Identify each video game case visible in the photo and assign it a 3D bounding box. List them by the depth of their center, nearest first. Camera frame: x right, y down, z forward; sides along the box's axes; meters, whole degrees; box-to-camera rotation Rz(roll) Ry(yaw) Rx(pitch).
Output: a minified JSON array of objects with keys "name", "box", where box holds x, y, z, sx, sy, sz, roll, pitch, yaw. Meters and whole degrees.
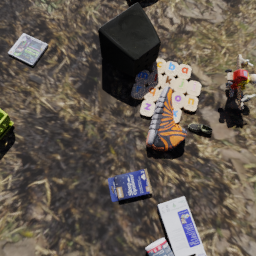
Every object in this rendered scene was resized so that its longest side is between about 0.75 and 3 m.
[{"name":"video game case","box":[-4.558,-3.592,12.794,1.365,0.159,1.241,27,73,9]}]

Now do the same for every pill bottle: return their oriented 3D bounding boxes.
[{"name":"pill bottle","box":[1.236,4.553,9.599,0.780,0.780,1.305,-27,73,-9]}]

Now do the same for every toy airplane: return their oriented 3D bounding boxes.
[{"name":"toy airplane","box":[4.597,-1.868,11.335,1.244,1.763,1.755,-3,35,20]}]

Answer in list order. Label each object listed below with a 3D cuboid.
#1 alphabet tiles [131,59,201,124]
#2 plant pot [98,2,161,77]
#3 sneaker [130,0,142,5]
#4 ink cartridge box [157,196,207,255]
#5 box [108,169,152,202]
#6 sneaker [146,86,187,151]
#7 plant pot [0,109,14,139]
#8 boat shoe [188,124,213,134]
[{"name":"alphabet tiles","box":[1.646,-1.622,12.074,2.842,0.207,2.780,14,73,5]},{"name":"plant pot","box":[0.207,-3.456,11.752,2.092,2.087,1.856,-39,77,-13]},{"name":"sneaker","box":[0.780,-6.838,13.659,1.914,0.669,0.861,-31,76,-8]},{"name":"ink cartridge box","box":[1.908,3.681,10.109,1.078,0.425,2.168,-16,70,-6]},{"name":"box","box":[0.062,2.202,10.720,1.567,0.254,0.949,-12,71,-3]},{"name":"sneaker","box":[1.706,-0.306,11.216,1.435,0.994,2.562,15,89,-2]},{"name":"plant pot","box":[-5.365,-0.195,11.128,1.156,1.054,1.161,32,74,11]},{"name":"boat shoe","box":[2.981,-0.019,11.451,0.981,0.322,0.350,14,72,5]}]
